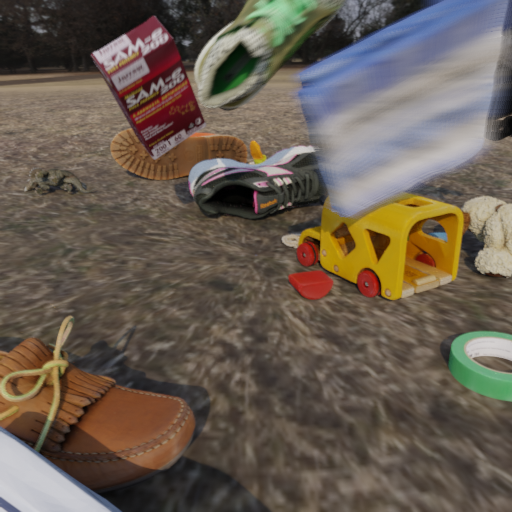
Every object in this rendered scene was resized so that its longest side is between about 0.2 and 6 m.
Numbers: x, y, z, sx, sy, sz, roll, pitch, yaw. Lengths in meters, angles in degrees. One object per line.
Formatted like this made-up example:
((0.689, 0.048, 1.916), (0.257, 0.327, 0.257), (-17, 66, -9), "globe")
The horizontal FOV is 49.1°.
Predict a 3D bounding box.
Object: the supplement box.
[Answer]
((-1.477, -2.344, 8.103), (1.033, 1.898, 0.578), (-35, 65, -6), "supplement box")

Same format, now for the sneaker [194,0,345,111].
((0.231, -2.821, 6.868), (1.125, 2.925, 1.296), (35, 30, -14), "sneaker")

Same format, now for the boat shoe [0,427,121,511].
((-0.759, 1.875, 2.869), (2.859, 1.029, 0.887), (18, 60, 32), "boat shoe")

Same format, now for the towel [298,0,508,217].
((1.457, -1.296, 5.451), (1.907, 0.309, 2.596), (-26, -24, 6), "towel")

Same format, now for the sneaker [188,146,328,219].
((0.271, -1.207, 10.706), (3.114, 1.251, 1.344), (-10, 31, 0), "sneaker")

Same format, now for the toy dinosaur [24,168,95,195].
((-4.406, -1.707, 12.418), (1.666, 0.641, 0.852), (-4, 27, -1), "toy dinosaur")

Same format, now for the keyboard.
((3.347, -2.553, 8.863), (2.350, 0.502, 3.913), (28, 3, -5), "keyboard")

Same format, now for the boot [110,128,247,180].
((-2.075, -2.643, 14.260), (3.322, 1.246, 1.781), (0, 16, -22), "boot")

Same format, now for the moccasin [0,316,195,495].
((-1.832, 1.094, 4.423), (2.806, 1.083, 1.026), (8, 22, 21), "moccasin")

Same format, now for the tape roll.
((2.458, 1.090, 5.642), (0.970, 0.233, 0.970), (0, 20, 0), "tape roll")

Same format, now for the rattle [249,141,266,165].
((0.391, -2.608, 14.518), (1.220, 0.871, 0.794), (-14, 10, -20), "rattle")

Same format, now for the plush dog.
((3.580, -0.470, 8.270), (1.425, 1.143, 1.224), (-17, 39, -36), "plush dog")

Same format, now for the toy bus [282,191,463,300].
((1.577, -0.429, 8.001), (2.678, 1.384, 2.527), (4, 21, 9), "toy bus")
